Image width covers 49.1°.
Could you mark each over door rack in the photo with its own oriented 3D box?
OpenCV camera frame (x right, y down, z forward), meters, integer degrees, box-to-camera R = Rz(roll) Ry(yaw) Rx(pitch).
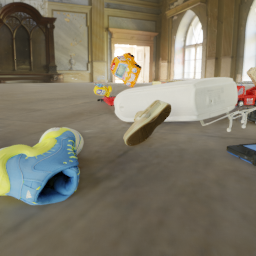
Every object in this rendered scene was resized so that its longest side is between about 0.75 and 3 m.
[{"bbox_3d":[2.886,-0.232,7.482,1.152,0.519,1.559,-12,1,-25],"label":"over door rack"}]

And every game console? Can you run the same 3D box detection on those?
[{"bbox_3d":[2.643,0.119,4.708,1.479,0.875,1.263,-2,12,-15],"label":"game console"}]

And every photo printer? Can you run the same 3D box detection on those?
[{"bbox_3d":[1.269,-0.806,8.221,2.998,1.041,2.494,0,10,45],"label":"photo printer"}]

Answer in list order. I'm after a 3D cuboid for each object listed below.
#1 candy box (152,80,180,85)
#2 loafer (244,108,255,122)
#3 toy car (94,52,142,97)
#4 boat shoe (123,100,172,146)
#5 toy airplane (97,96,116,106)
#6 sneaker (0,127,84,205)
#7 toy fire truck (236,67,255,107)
[{"bbox_3d":[1.554,-1.241,10.871,0.565,1.179,2.042,5,12,27],"label":"candy box"},{"bbox_3d":[4.601,-0.526,7.870,2.621,0.920,0.890,0,11,2],"label":"loafer"},{"bbox_3d":[-0.490,-1.437,9.006,0.805,1.186,2.418,6,-33,-29],"label":"toy car"},{"bbox_3d":[0.337,-0.131,5.721,0.423,0.470,1.302,32,62,33],"label":"boat shoe"},{"bbox_3d":[-0.235,-1.202,12.647,2.359,0.434,2.359,2,4,0],"label":"toy airplane"},{"bbox_3d":[-0.897,0.518,3.614,0.957,0.690,1.822,20,21,19],"label":"sneaker"},{"bbox_3d":[5.821,-2.021,12.688,2.875,2.027,0.701,-3,10,-17],"label":"toy fire truck"}]
